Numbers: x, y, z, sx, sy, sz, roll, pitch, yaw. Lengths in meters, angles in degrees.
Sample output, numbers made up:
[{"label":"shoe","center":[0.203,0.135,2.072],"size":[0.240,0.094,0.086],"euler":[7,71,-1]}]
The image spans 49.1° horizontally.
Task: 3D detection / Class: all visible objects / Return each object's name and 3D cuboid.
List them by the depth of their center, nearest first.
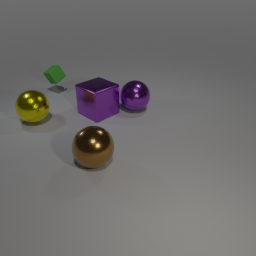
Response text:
[{"label":"ball","center":[-1.153,0.624,9.283],"size":[1.400,1.400,1.400],"euler":[0,30,0]},{"label":"ball","center":[-4.031,-0.913,11.851],"size":[1.400,1.400,1.400],"euler":[0,30,0]},{"label":"cube","center":[-1.347,-1.306,12.562],"size":[1.400,1.400,1.400],"euler":[27,40,37]},{"label":"ball","center":[0.324,-1.488,12.896],"size":[1.400,1.400,1.400],"euler":[0,30,0]},{"label":"cube","center":[-3.769,-2.752,14.405],"size":[0.700,0.700,0.700],"euler":[12,52,48]}]
